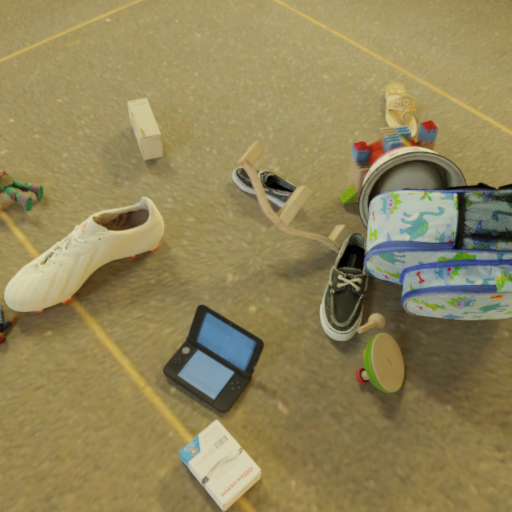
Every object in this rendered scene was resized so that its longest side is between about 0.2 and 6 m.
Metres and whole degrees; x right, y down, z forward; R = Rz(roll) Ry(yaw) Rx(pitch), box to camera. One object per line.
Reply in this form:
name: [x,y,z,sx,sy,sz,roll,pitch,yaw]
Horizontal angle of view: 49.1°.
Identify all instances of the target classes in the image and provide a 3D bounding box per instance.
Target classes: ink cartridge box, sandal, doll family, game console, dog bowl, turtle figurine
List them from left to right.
doll family: [-5.227,1.268,10.036,1.679,0.659,0.970,-21,52,-18]
turtle figurine: [-5.434,-1.434,11.981,1.517,0.764,1.136,15,55,4]
game console: [-0.751,1.739,9.542,1.401,0.829,1.196,28,57,18]
ink cartridge box: [-0.555,3.245,8.682,0.777,0.452,1.074,-36,61,-23]
sandal: [3.531,-3.749,13.696,0.712,0.638,1.941,-1,54,-1]
dog bowl: [3.035,-1.241,11.108,2.067,2.067,0.762,2,34,1]

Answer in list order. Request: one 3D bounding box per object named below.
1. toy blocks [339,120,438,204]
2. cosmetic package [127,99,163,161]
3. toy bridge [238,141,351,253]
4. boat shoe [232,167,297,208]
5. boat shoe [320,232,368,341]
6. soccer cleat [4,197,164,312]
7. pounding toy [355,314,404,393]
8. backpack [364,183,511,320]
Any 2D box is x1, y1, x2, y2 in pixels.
toy blocks: [2.889,-2.007,11.765,2.264,1.547,1.131,-9,46,-5]
cosmetic package: [-2.589,-2.959,13.070,0.487,0.721,1.370,-15,54,-14]
toy bridge: [0.699,-0.946,10.908,2.752,0.375,0.925,42,75,-17]
boat shoe: [0.206,-1.599,12.163,1.673,0.567,0.600,32,60,21]
boat shoe: [1.686,0.515,10.527,0.781,0.703,2.209,10,54,7]
soccer cleat: [-3.291,-0.113,10.640,3.278,1.272,1.136,-30,59,-20]
pounding toy: [1.983,1.738,9.659,0.999,0.601,1.295,-21,90,-50]
backpack: [3.374,-0.036,9.757,2.925,2.676,2.149,5,74,15]
